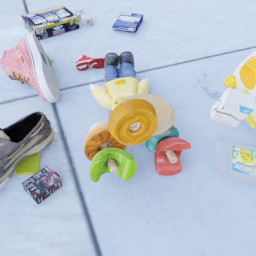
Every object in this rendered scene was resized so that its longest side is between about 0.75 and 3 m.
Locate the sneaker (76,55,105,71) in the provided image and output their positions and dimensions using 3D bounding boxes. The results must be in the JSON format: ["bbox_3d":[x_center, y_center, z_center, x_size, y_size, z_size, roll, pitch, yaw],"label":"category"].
[{"bbox_3d":[-1.299,-2.455,10.018,1.207,0.473,0.697,-8,47,-10],"label":"sneaker"}]

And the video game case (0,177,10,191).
[{"bbox_3d":[-3.605,1.554,6.295,1.107,0.135,1.548,15,47,15],"label":"video game case"}]

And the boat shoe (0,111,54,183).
[{"bbox_3d":[-2.982,0.437,6.617,1.000,0.985,2.686,27,49,25],"label":"boat shoe"}]

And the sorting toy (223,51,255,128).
[{"bbox_3d":[3.597,-0.363,7.144,1.317,2.464,2.218,-28,56,31],"label":"sorting toy"}]

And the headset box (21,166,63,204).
[{"bbox_3d":[-1.936,1.278,6.454,0.575,0.290,0.773,33,54,28],"label":"headset box"}]

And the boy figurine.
[{"bbox_3d":[-0.245,-1.149,8.393,1.826,0.946,2.937,-3,44,-3],"label":"boy figurine"}]

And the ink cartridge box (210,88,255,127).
[{"bbox_3d":[1.998,-0.340,5.494,0.550,0.948,0.322,20,66,2],"label":"ink cartridge box"}]

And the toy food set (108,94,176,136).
[{"bbox_3d":[0.343,-0.304,6.732,1.565,0.385,1.581,-13,44,-12],"label":"toy food set"}]

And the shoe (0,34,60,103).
[{"bbox_3d":[-3.184,-1.721,9.002,1.323,1.039,2.908,-28,60,3],"label":"shoe"}]

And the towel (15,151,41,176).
[{"bbox_3d":[-2.544,0.632,7.215,0.574,0.120,1.334,-6,46,-5],"label":"towel"}]

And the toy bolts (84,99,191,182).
[{"bbox_3d":[0.230,0.022,6.633,2.356,2.250,1.634,3,36,-22],"label":"toy bolts"}]

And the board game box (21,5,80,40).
[{"bbox_3d":[-3.324,-4.549,12.013,1.963,0.557,1.623,-25,49,-22],"label":"board game box"}]

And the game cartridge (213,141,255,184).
[{"bbox_3d":[2.891,0.875,6.877,1.501,0.304,1.001,11,50,11],"label":"game cartridge"}]

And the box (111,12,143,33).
[{"bbox_3d":[-0.017,-4.551,12.198,1.023,0.274,1.688,11,45,11],"label":"box"}]

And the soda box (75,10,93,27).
[{"bbox_3d":[-1.972,-4.892,12.489,0.368,0.342,1.078,-21,49,-20],"label":"soda box"}]

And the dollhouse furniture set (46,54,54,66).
[{"bbox_3d":[-3.245,-2.386,10.087,0.798,0.611,1.218,-42,75,-10],"label":"dollhouse furniture set"}]
